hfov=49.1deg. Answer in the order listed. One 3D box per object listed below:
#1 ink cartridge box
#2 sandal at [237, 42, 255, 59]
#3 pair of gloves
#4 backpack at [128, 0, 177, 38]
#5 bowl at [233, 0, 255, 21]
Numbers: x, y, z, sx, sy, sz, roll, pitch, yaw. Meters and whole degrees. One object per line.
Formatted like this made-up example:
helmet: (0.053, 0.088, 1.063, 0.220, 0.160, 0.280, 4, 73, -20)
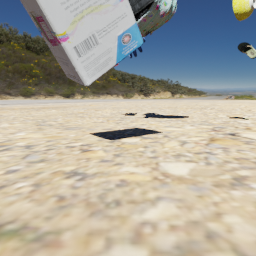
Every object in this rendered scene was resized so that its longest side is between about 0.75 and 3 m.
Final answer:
ink cartridge box: (-0.828, -2.070, 4.962, 1.514, 2.094, 0.887, -41, 41, -17)
sandal: (3.886, -2.566, 9.145, 0.252, 0.351, 0.883, 10, 33, -28)
pair of gloves: (-0.305, -3.246, 11.258, 2.130, 1.712, 0.243, -26, -34, 22)
backpack: (0.560, -3.804, 8.914, 1.250, 1.648, 1.975, 4, -15, -37)
bowl: (3.542, -3.694, 8.334, 0.890, 0.890, 0.479, -7, 8, -44)
